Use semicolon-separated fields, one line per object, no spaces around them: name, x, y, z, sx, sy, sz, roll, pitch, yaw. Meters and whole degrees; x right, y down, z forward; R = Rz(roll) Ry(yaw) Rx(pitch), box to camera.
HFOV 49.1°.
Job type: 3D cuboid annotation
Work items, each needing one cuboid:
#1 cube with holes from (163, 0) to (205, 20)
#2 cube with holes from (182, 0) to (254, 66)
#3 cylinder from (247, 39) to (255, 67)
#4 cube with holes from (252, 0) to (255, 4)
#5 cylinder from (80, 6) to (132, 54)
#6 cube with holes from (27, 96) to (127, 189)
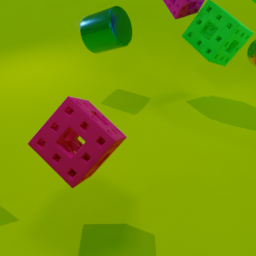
cube with holes;1.861;-4.361;9.169;0.961;0.961;0.961;-23;75;-18
cube with holes;2.921;-3.049;9.160;1.353;1.353;1.353;-5;50;-50
cylinder;3.446;-1.828;6.933;0.783;0.783;0.783;5;25;7
cube with holes;3.636;-3.360;6.728;0.816;0.816;0.816;24;-17;-29
cylinder;-0.746;-3.402;9.806;1.340;1.340;1.340;-3;28;34
cube with holes;-0.819;0.212;4.896;1.039;1.039;1.039;43;8;6
